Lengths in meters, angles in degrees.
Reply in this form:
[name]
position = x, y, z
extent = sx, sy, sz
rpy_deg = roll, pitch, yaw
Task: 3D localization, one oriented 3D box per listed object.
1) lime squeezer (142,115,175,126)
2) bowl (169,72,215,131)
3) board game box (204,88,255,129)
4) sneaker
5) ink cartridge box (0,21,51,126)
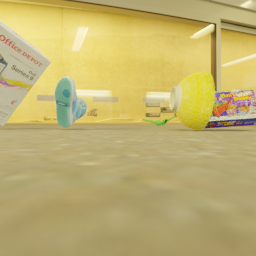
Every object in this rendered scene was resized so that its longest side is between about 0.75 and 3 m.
[lime squeezer]
position = 1.223, -0.248, 10.359
extent = 1.320, 0.249, 0.466
rpy_deg = -8, 18, -13
[bowl]
position = 1.101, -0.518, 5.167
extent = 0.588, 1.094, 1.094
rpy_deg = 6, 1, -7
[board game box]
position = 1.896, -0.375, 5.347
extent = 1.073, 0.722, 0.240
rpy_deg = -4, -36, 5
[sneaker]
position = -1.102, -0.591, 5.624
extent = 0.423, 1.063, 0.694
rpy_deg = 25, 33, 19
[ink cartridge box]
position = -2.673, -1.115, 5.673
extent = 0.781, 1.785, 1.297
rpy_deg = 40, 3, 40
